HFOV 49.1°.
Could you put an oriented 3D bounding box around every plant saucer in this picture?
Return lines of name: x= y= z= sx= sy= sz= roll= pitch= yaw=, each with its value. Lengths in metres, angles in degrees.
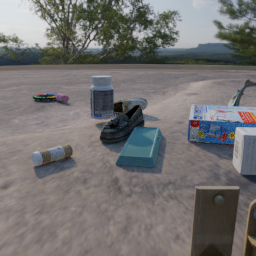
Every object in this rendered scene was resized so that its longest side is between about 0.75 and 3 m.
plant saucer: x=0.381 y=0.413 z=7.616 sx=0.937 sy=0.254 sz=2.680 roll=2 pitch=17 yaw=10

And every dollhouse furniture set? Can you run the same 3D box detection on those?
dollhouse furniture set: x=1.395 y=1.357 z=2.729 sx=1.257 sy=1.077 sz=1.321 roll=0 pitch=16 yaw=0

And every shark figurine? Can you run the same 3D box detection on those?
shark figurine: x=4.535 y=-1.001 z=11.322 sx=0.843 sy=2.019 sz=1.207 roll=37 pitch=-18 yaw=-3

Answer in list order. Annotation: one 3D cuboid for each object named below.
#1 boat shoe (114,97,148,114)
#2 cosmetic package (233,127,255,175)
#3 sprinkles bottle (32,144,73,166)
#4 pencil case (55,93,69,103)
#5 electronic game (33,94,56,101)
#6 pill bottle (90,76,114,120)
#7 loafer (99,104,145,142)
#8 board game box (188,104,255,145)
boat shoe: x=-0.095 y=-0.854 z=11.440 sx=1.780 sy=0.665 sz=0.609 roll=-6 pitch=20 yaw=9
cosmetic package: x=3.289 y=0.503 z=6.046 sx=1.827 sy=0.929 sz=0.676 roll=0 pitch=16 yaw=5
sprinkles bottle: x=-1.786 y=0.631 z=6.663 sx=0.941 sy=0.321 sz=0.321 roll=-14 pitch=21 yaw=-41
pencil case: x=-3.326 y=-1.501 z=14.070 sx=0.406 sy=0.406 sz=0.929 roll=-11 pitch=20 yaw=-34
electronic game: x=-4.299 y=-1.652 z=14.751 sx=1.386 sy=0.288 sz=1.386 roll=0 pitch=16 yaw=0
pill bottle: x=-0.923 y=-1.093 z=9.965 sx=0.843 sy=1.481 sz=0.843 roll=0 pitch=14 yaw=0
loafer: x=-0.176 y=-0.200 z=8.807 sx=0.848 sy=0.743 sz=2.361 roll=8 pitch=18 yaw=25
board game box: x=3.116 y=-0.154 z=8.791 sx=2.334 sy=0.666 sz=2.384 roll=5 pitch=16 yaw=14
